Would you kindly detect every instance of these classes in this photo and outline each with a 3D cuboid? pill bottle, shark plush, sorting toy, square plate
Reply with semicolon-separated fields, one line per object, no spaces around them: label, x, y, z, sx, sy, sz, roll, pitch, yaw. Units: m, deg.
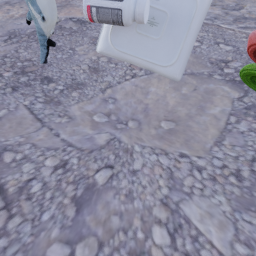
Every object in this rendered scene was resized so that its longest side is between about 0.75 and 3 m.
pill bottle;-0.275;-3.056;7.102;1.561;0.864;0.864;11;40;11
shark plush;-2.326;-3.003;7.510;1.002;2.407;1.093;3;28;27
sorting toy;3.525;-1.591;6.364;1.535;2.554;1.049;33;87;23
square plate;0.668;-3.014;7.926;2.776;2.750;0.395;20;24;3
